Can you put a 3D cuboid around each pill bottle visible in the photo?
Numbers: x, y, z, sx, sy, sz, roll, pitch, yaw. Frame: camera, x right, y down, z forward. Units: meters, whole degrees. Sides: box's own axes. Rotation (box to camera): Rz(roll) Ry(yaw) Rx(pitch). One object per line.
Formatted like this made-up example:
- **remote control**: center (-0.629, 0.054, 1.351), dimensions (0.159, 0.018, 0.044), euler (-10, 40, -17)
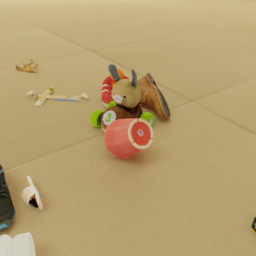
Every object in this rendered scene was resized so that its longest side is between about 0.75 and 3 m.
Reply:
- **pill bottle**: center (-2.244, 2.181, 4.421), dimensions (1.425, 0.812, 0.812), euler (-10, 33, -14)

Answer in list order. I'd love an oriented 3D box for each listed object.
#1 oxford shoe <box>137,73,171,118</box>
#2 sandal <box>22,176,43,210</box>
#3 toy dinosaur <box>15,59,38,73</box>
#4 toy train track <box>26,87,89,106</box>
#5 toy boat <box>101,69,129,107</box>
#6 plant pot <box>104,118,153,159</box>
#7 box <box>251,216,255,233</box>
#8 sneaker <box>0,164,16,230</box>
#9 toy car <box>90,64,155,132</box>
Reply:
- **oxford shoe**: center (0.773, -0.992, 9.701), dimensions (0.940, 0.940, 2.636), euler (-28, 32, 5)
- **sandal**: center (-2.126, 1.439, 6.041), dimensions (0.318, 0.425, 1.109), euler (-20, 28, -26)
- **toy dinosaur**: center (-4.417, -2.705, 12.752), dimensions (1.532, 0.463, 0.813), euler (11, 57, 26)
- **toy train track**: center (-2.630, -1.254, 10.350), dimensions (2.328, 0.379, 1.335), euler (4, 32, 5)
- **toy boat**: center (-0.373, -1.543, 10.029), dimensions (1.186, 1.188, 1.818), euler (-2, 32, -4)
- **plant pot**: center (0.067, 0.208, 7.034), dimensions (1.063, 1.063, 0.941), euler (-25, 4, -34)
- **box**: center (3.268, 2.055, 5.043), dimensions (1.241, 0.384, 1.555), euler (-12, 34, -22)
- **sneaker**: center (-2.883, 1.297, 5.855), dimensions (0.715, 0.800, 1.952), euler (-15, 36, -27)
- **toy car**: center (-0.162, -0.855, 8.234), dimensions (1.577, 1.919, 1.514), euler (21, 37, 31)
